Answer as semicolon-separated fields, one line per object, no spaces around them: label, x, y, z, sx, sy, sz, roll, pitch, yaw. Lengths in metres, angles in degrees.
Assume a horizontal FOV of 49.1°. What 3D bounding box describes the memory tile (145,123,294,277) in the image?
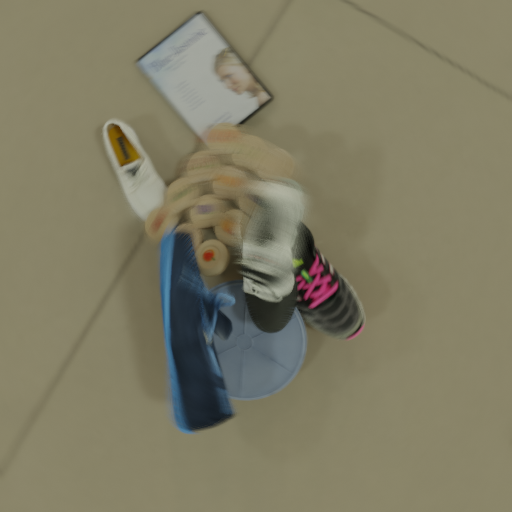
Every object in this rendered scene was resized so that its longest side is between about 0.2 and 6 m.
memory tile;-0.681;-1.037;9.799;1.961;0.215;2.558;35;88;27

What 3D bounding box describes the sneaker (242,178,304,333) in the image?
sneaker;0.128;0.080;8.771;0.942;1.125;2.543;6;103;19

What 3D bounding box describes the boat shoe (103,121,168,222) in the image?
boat shoe;-2.211;-1.519;10.326;0.762;0.751;2.150;-24;90;1

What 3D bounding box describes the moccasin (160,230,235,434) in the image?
moccasin;-0.948;1.190;9.251;1.144;1.350;3.356;-6;105;-10

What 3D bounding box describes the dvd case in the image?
dvd case;-0.974;-3.363;10.700;1.588;0.195;2.225;-40;88;-1

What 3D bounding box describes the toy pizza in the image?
toy pizza;-0.214;1.515;10.144;2.243;0.355;2.243;0;98;2

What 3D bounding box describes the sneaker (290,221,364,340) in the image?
sneaker;0.780;0.249;9.850;1.110;1.316;3.010;-37;81;4
